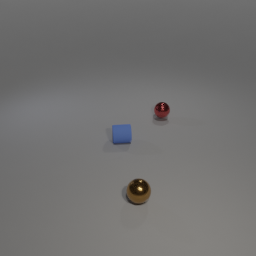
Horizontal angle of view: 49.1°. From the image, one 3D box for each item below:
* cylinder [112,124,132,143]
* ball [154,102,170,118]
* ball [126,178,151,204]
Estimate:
[{"bbox_3d":[-0.235,0.218,10.689,0.700,0.700,0.700,-3,30,-4],"label":"cylinder"},{"bbox_3d":[1.488,-0.790,12.258,0.700,0.700,0.700,0,29,0],"label":"ball"},{"bbox_3d":[0.305,1.779,7.929,0.700,0.700,0.700,0,29,0],"label":"ball"}]
